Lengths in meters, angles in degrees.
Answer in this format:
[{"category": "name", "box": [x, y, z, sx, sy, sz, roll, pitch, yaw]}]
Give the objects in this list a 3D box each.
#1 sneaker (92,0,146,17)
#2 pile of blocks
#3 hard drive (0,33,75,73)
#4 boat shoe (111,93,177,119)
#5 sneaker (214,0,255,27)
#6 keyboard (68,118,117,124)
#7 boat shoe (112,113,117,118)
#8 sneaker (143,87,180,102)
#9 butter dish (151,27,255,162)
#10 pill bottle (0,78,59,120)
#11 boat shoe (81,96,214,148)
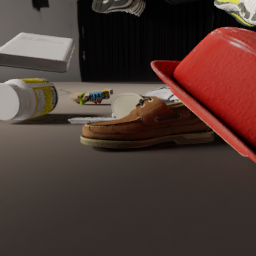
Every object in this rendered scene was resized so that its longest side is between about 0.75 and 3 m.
[{"category": "sneaker", "box": [-0.251, -4.002, 9.290, 1.171, 0.768, 2.036, 11, 6, -45]}, {"category": "pile of blocks", "box": [-1.577, -1.277, 12.333, 1.909, 0.593, 0.783, -8, 23, 0]}, {"category": "hard drive", "box": [-2.514, -2.227, 8.048, 1.771, 0.358, 2.685, 5, 28, -9]}, {"category": "boat shoe", "box": [0.635, -0.387, 7.021, 2.348, 0.853, 0.736, 13, 12, 34]}, {"category": "sneaker", "box": [3.481, -3.210, 7.422, 1.203, 1.058, 2.842, 24, 26, -27]}, {"category": "keyboard", "box": [-0.174, -0.220, 7.803, 2.829, 0.151, 0.796, 1, 11, 5]}, {"category": "boat shoe", "box": [-0.099, -0.424, 8.600, 0.314, 0.319, 0.886, 19, 30, 35]}, {"category": "sneaker", "box": [1.299, -0.607, 7.617, 2.430, 0.913, 1.396, 11, 13, 26]}, {"category": "butter dish", "box": [2.101, -0.866, 4.619, 2.534, 1.878, 2.541, 46, 29, 17]}, {"category": "pill bottle", "box": [-3.077, -0.877, 8.412, 1.199, 1.199, 2.098, 2, 11, 13]}, {"category": "boat shoe", "box": [0.420, -0.177, 5.489, 2.740, 0.932, 0.986, -4, 12, -21]}]
